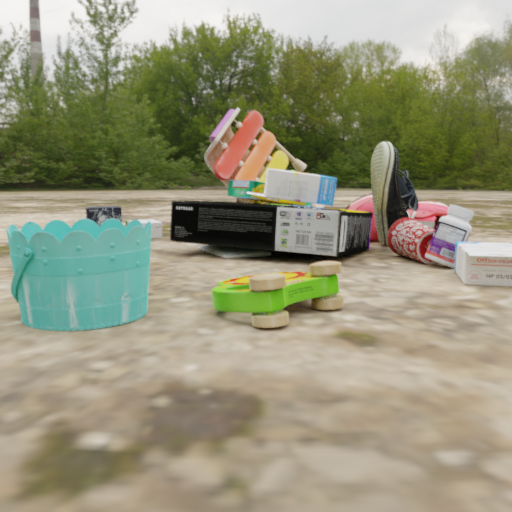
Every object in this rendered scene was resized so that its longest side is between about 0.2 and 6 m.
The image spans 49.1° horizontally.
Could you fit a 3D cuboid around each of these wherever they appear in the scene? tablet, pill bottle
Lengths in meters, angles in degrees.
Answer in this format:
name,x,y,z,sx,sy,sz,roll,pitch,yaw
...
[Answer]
name,x,y,z,sx,sy,sz,roll,pitch,yaw
tablet,-0.446,-0.109,10.907,0.969,0.102,1.490,-4,9,-26
pill bottle,3.167,-0.324,9.112,0.530,0.951,0.530,20,7,-2

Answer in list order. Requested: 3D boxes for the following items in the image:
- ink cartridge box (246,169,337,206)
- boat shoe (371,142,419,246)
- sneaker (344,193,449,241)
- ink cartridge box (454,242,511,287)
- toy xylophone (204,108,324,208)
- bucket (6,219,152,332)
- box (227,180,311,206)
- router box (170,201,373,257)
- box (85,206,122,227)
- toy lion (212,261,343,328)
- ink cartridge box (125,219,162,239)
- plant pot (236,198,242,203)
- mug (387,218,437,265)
name,x,y,z,sx,sy,sz,roll,pitch,yaw
ink cartridge box,0.614,-1.269,10.127,1.529,0.519,0.880,7,8,-3
boat shoe,2.724,-1.201,10.977,0.835,2.684,1.001,-9,51,10
sneaker,3.318,-0.823,12.395,2.930,1.080,1.271,-2,10,-14
ink cartridge box,3.343,0.125,7.996,0.824,0.486,1.432,2,9,13
toy xylophone,0.244,-1.991,12.856,3.312,2.425,0.832,37,-33,-27
bucket,-1.868,0.152,6.052,1.564,1.017,1.564,0,8,0
box,0.316,-1.291,11.677,1.599,0.387,0.938,7,2,-37
router box,0.357,-0.566,10.764,3.259,0.832,2.431,6,5,23
box,-3.655,-0.808,13.438,0.807,0.734,0.420,-4,9,-22
toy lion,0.110,0.393,6.469,1.534,0.549,1.600,-2,5,43
ink cartridge box,-2.711,-0.649,13.518,0.678,0.393,0.937,-4,9,-25
plant pot,0.232,-1.558,17.209,1.244,1.256,1.256,13,14,32
mug,2.981,-0.256,9.929,0.956,0.719,1.077,-3,12,-9
